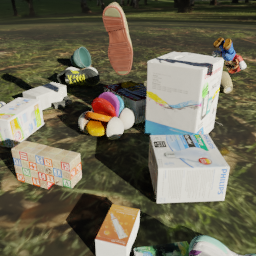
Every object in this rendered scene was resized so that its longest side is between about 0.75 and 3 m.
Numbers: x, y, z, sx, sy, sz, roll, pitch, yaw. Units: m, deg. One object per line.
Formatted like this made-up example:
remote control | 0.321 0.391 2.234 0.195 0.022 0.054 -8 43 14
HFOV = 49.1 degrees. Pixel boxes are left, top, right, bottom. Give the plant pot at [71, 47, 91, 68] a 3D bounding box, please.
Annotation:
plant pot | -3.428 -4.904 19.892 0.975 1.456 1.456 -10 20 27

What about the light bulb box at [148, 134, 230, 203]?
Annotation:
light bulb box | 1.625 1.098 8.060 1.874 1.170 1.858 -2 27 -3

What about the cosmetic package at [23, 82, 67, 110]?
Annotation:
cosmetic package | -4.031 -1.577 13.750 1.029 0.811 1.912 18 31 30

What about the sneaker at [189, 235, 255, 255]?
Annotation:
sneaker | 1.964 2.939 5.085 1.925 0.748 1.346 15 45 13

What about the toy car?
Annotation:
toy car | -0.855 -0.604 10.980 1.846 1.582 2.109 12 29 24

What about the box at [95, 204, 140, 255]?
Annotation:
box | -0.205 2.338 6.294 0.701 0.549 1.127 7 28 14

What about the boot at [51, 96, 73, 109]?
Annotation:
boot | -3.276 -1.239 13.696 0.955 0.346 0.868 -22 33 -25

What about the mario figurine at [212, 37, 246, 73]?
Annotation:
mario figurine | 2.970 -2.021 8.271 0.691 1.303 0.804 -31 46 23

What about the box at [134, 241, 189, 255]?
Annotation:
box | 0.786 2.801 5.749 1.213 0.220 0.875 -3 27 -9

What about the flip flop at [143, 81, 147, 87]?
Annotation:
flip flop | 1.351 -2.351 15.636 0.704 0.500 1.736 -5 27 -10

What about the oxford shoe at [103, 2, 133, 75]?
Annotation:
oxford shoe | -0.220 -2.712 8.599 0.776 2.192 0.809 1 39 9

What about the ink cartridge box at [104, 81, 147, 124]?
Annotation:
ink cartridge box | 0.468 -1.345 13.009 2.242 1.071 2.554 -18 31 -33

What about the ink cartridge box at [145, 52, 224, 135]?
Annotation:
ink cartridge box | 2.079 -1.179 10.621 2.125 2.910 2.135 18 32 31

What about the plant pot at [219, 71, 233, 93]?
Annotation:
plant pot | 5.309 -2.414 15.422 0.999 0.999 1.066 -4 41 -8

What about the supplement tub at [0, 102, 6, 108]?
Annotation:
supplement tub | -5.509 -0.383 11.133 1.045 1.045 1.441 22 34 37

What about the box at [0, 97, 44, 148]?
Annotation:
box | -4.296 -0.260 10.764 1.038 1.153 2.049 8 28 15

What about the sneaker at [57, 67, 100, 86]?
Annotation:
sneaker | -2.897 -2.836 16.208 2.945 1.097 1.246 9 33 37

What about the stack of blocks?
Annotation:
stack of blocks | -2.313 1.134 8.064 1.923 1.108 0.563 10 28 19

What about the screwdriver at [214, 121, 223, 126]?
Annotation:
screwdriver | 3.255 -0.513 12.252 0.334 0.320 2.294 19 10 -45
